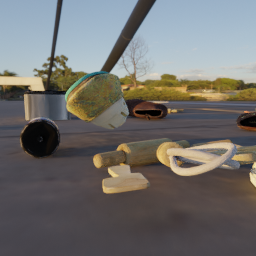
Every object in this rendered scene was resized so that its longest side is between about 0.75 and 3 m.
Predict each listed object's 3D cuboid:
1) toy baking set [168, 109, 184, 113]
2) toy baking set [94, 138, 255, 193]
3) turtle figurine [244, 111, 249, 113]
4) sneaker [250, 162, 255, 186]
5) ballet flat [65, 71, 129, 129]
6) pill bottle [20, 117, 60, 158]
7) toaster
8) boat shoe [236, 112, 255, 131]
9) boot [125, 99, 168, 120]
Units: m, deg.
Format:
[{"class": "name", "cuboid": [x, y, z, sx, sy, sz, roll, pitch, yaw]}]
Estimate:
[{"class": "toy baking set", "cuboid": [1.860, -0.840, 13.681, 1.819, 0.212, 1.396, 3, 4, 21]}, {"class": "toy baking set", "cuboid": [0.533, 0.220, 2.714, 2.319, 0.270, 1.780, -5, -3, -34]}, {"class": "turtle figurine", "cuboid": [3.311, -0.298, 6.958, 0.244, 0.610, 0.756, -39, 11, -22]}, {"class": "sneaker", "cuboid": [1.204, 0.398, 2.294, 0.316, 0.307, 0.867, 0, 7, 4]}, {"class": "ballet flat", "cuboid": [-0.357, -0.357, 4.607, 0.885, 0.885, 2.502, 0, 3, -1]}, {"class": "pill bottle", "cuboid": [-1.241, 0.101, 4.019, 0.509, 0.509, 0.911, -2, 6, -15]}, {"class": "toaster", "cuboid": [-2.757, -0.827, 9.779, 1.570, 1.030, 1.736, -2, 7, -18]}, {"class": "boat shoe", "cuboid": [3.215, -0.146, 6.313, 1.438, 0.506, 0.506, -6, 3, 19]}, {"class": "boot", "cuboid": [0.411, -0.669, 9.808, 1.929, 0.698, 1.605, 5, 6, 15]}]
